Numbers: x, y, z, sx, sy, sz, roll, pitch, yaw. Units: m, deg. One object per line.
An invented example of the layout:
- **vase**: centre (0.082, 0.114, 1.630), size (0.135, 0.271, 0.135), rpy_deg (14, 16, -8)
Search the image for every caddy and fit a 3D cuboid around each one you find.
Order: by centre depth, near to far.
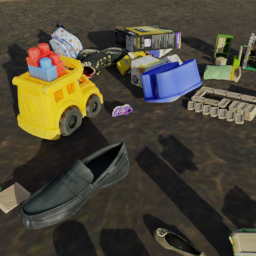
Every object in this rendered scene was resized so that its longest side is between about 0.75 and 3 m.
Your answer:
- **caddy**: centre (1.596, -1.631, 10.311), size (2.431, 1.276, 1.719), rpy_deg (-28, 21, -33)

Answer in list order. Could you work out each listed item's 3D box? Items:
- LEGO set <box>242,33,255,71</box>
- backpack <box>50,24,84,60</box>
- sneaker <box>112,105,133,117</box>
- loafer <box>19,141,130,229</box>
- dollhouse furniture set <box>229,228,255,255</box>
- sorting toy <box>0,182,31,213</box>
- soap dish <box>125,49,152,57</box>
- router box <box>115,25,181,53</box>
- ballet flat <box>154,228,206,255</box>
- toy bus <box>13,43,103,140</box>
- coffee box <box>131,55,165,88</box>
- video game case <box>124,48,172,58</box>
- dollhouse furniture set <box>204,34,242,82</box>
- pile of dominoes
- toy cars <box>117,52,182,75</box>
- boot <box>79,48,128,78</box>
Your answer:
- **LEGO set**: centre (6.569, -3.579, 12.668), size (2.839, 1.645, 2.183), rpy_deg (23, 41, 29)
- **backpack**: centre (-2.887, -3.934, 13.404), size (1.486, 1.560, 1.202), rpy_deg (25, 72, 21)
- **sneaker**: centre (-0.180, -0.574, 9.593), size (0.792, 0.319, 0.331), rpy_deg (-23, 47, -30)
- **loafer**: centre (-1.144, 1.180, 6.463), size (2.920, 1.025, 0.992), rpy_deg (-28, 44, -34)
- **dollhouse furniture set**: centre (2.708, 1.996, 4.967), size (1.653, 1.083, 0.829), rpy_deg (-7, 26, 22)
- **sorting toy**: centre (-2.850, 1.588, 6.671), size (0.909, 0.134, 0.672), rpy_deg (26, 44, 30)
- **soap dish**: centre (0.457, -3.339, 13.257), size (1.113, 0.574, 1.414), rpy_deg (-15, 40, -19)
- **router box**: centre (0.825, -4.235, 13.135), size (2.266, 0.753, 2.883), rpy_deg (-10, 27, -15)
- **ballet flat**: centre (1.031, 2.308, 5.520), size (1.195, 0.277, 0.403), rpy_deg (26, 43, 32)
- **toy bus**: centre (-2.153, -1.369, 8.752), size (1.842, 2.606, 2.714), rpy_deg (17, 37, 25)
- **coffee box**: centre (0.790, -2.256, 11.372), size (0.980, 0.979, 0.969), rpy_deg (-28, 44, -34)
- **video game case**: centre (1.190, -4.429, 14.877), size (2.134, 0.485, 1.934), rpy_deg (20, 39, 27)
- **dollhouse furniture set**: centre (4.331, -3.208, 12.588), size (1.477, 1.141, 2.955), rpy_deg (10, 36, 14)
- **pile of dominoes**: centre (3.297, -0.753, 9.950), size (2.242, 0.357, 1.747), rpy_deg (20, 44, 36)
- **toy cars**: centre (0.919, -2.812, 12.010), size (2.886, 0.639, 1.294), rpy_deg (10, 70, 11)
- **boot**: centre (-1.133, -2.845, 12.423), size (2.292, 0.827, 1.731), rpy_deg (1, 39, 3)
